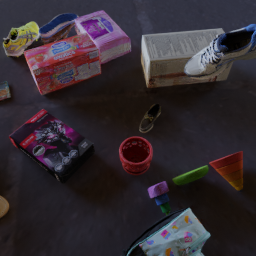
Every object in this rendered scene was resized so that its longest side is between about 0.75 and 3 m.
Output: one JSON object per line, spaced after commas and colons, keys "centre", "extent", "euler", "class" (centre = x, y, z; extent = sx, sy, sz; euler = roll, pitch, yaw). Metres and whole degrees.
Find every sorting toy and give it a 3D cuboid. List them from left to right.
{"centre": [1.866, 1.442, 6.982], "extent": [2.711, 0.940, 0.934], "euler": [-19, 79, -16], "class": "sorting toy"}

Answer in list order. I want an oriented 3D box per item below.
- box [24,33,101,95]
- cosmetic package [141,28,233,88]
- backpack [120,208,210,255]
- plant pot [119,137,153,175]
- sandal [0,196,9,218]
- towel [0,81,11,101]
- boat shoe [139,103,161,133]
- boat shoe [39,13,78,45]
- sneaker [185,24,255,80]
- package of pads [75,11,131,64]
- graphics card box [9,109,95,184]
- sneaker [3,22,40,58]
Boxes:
{"centre": [-2.108, -2.147, 9.312], "extent": [2.201, 1.130, 1.042], "euler": [-24, 56, -15], "class": "box"}
{"centre": [1.909, -2.342, 9.394], "extent": [2.772, 1.210, 1.433], "euler": [-6, 53, -4], "class": "cosmetic package"}
{"centre": [0.854, 2.485, 5.632], "extent": [1.718, 1.510, 1.317], "euler": [-35, 66, -26], "class": "backpack"}
{"centre": [0.200, 0.777, 7.346], "extent": [0.849, 0.773, 0.849], "euler": [0, 53, 0], "class": "plant pot"}
{"centre": [-3.996, 1.633, 6.751], "extent": [2.139, 0.704, 0.784], "euler": [16, 55, 11], "class": "sandal"}
{"centre": [-4.222, -1.195, 9.242], "extent": [0.596, 0.088, 0.812], "euler": [-19, 56, -13], "class": "towel"}
{"centre": [0.663, -0.321, 8.442], "extent": [0.383, 0.323, 1.073], "euler": [24, 57, 17], "class": "boat shoe"}
{"centre": [-2.641, -3.808, 10.799], "extent": [0.693, 0.694, 1.919], "euler": [31, 54, 23], "class": "boat shoe"}
{"centre": [2.261, -1.903, 6.825], "extent": [0.943, 2.214, 0.853], "euler": [6, 67, -49], "class": "sneaker"}
{"centre": [-0.967, -3.406, 10.421], "extent": [1.309, 0.822, 2.172], "euler": [-25, 57, -17], "class": "package of pads"}
{"centre": [-2.095, 0.450, 7.748], "extent": [2.061, 0.524, 1.293], "euler": [33, 60, 21], "class": "graphics card box"}
{"centre": [-3.959, -3.481, 10.532], "extent": [0.737, 0.746, 1.953], "euler": [11, 53, 11], "class": "sneaker"}
